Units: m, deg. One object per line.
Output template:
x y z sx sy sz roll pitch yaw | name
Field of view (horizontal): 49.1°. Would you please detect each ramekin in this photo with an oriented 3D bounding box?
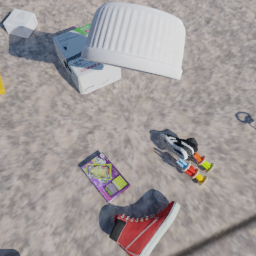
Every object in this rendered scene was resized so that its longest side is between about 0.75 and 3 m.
0.171 -1.745 5.749 2.111 2.111 1.108 14 100 8 | ramekin

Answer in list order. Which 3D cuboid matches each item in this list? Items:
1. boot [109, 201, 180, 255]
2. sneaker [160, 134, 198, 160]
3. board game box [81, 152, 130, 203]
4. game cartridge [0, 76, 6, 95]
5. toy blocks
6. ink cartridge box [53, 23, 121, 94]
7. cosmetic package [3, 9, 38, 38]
0.388 2.282 7.008 1.265 0.635 1.753 36 69 21 | boot
1.520 0.437 8.033 0.699 0.457 1.250 -24 34 -18 | sneaker
-0.627 1.364 7.792 0.768 0.207 1.279 -33 65 -22 | board game box
-5.156 -1.467 9.425 1.715 0.278 1.512 -21 62 -15 | game cartridge
1.831 0.987 7.692 0.953 0.346 0.794 40 64 -8 | toy blocks
-1.383 -2.393 9.572 1.573 0.892 2.146 -27 63 -15 | ink cartridge box
-4.093 -3.999 10.733 0.871 0.537 0.873 17 61 10 | cosmetic package
